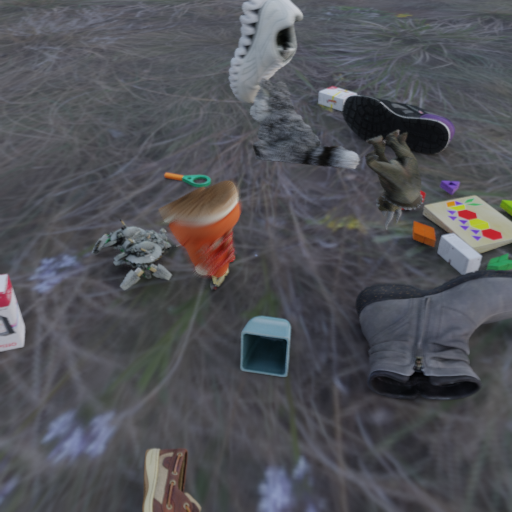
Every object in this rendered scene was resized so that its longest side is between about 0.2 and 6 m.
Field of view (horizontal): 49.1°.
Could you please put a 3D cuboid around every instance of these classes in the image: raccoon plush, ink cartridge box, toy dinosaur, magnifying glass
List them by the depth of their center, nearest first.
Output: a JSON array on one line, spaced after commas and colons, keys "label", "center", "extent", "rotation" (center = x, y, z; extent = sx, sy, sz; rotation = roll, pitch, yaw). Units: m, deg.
[{"label": "toy dinosaur", "center": [2.152, -1.219, 8.438], "extent": [0.896, 1.191, 2.328], "rotation": [-26, -7, 7]}, {"label": "ink cartridge box", "center": [-4.139, 0.924, 8.609], "extent": [0.872, 1.182, 0.506], "rotation": [-10, 37, -13]}, {"label": "raccoon plush", "center": [0.845, -2.341, 9.875], "extent": [2.137, 1.432, 1.034], "rotation": [8, 10, 13]}, {"label": "magnifying glass", "center": [-1.643, -1.844, 13.403], "extent": [1.152, 0.129, 0.459], "rotation": [10, 37, 15]}, {"label": "ink cartridge box", "center": [2.534, -4.884, 17.405], "extent": [0.713, 0.410, 0.983], "rotation": [-30, 45, -35]}]

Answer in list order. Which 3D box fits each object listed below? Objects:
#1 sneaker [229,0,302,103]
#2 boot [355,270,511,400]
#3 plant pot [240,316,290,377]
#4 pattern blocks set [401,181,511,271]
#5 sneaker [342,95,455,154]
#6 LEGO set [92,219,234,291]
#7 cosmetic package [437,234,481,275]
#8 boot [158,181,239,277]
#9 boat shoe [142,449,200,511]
[{"label": "sneaker", "center": [0.154, -3.554, 9.939], "extent": [0.958, 2.365, 0.888], "rotation": [35, 60, 10]}, {"label": "boot", "center": [3.048, 1.279, 8.455], "extent": [2.963, 1.034, 1.951], "rotation": [-9, 38, 5]}, {"label": "plant pot", "center": [0.184, 1.301, 8.545], "extent": [0.714, 0.716, 0.729], "rotation": [6, 26, 9]}, {"label": "pattern blocks set", "center": [4.489, -0.692, 11.653], "extent": [2.860, 0.264, 3.254], "rotation": [-7, 36, -9]}, {"label": "sneaker", "center": [3.855, -3.632, 15.235], "extent": [3.021, 1.144, 1.323], "rotation": [26, 36, 18]}, {"label": "LEGO set", "center": [-1.797, -0.148, 10.457], "extent": [2.750, 0.779, 1.786], "rotation": [-2, 35, -2]}, {"label": "cosmetic package", "center": [3.833, -0.022, 10.593], "extent": [0.311, 0.427, 0.839], "rotation": [-12, 36, -16]}, {"label": "boot", "center": [-0.565, -0.279, 7.247], "extent": [0.837, 1.196, 2.230], "rotation": [-28, 10, -13]}, {"label": "boat shoe", "center": [-0.941, 2.907, 6.356], "extent": [0.619, 0.621, 1.720], "rotation": [-6, 30, -7]}]
